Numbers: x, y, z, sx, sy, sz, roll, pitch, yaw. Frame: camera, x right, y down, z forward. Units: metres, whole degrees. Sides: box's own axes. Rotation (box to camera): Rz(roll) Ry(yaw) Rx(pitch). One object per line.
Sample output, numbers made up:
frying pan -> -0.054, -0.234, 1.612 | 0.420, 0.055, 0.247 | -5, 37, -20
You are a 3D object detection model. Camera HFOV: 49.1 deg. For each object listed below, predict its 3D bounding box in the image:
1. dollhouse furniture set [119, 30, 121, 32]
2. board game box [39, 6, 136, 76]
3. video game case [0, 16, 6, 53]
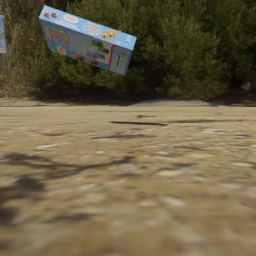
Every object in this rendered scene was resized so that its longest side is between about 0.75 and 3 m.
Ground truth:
dollhouse furniture set -> -1.184, -2.816, 9.819 | 1.151, 1.285, 1.622 | 14, -2, -24
board game box -> -0.863, -1.851, 6.233 | 1.931, 0.353, 1.460 | 17, -12, -4
video game case -> -3.007, -2.008, 6.012 | 0.088, 0.794, 0.723 | 25, 29, 39
